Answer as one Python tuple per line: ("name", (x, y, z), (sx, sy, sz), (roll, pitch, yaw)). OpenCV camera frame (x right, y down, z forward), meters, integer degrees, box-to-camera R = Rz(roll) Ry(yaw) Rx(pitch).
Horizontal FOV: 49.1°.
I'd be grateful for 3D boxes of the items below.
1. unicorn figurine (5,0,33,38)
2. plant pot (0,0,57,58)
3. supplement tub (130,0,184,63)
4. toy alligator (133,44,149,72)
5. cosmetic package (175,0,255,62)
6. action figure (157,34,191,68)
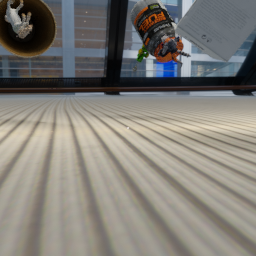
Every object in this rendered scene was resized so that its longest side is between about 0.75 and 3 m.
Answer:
("unicorn figurine", (-2.908, -2.882, 7.269), (0.471, 1.276, 0.877), (0, -28, -42))
("plant pot", (-3.499, -3.338, 9.366), (1.870, 1.870, 2.007), (-4, 16, -23))
("supplement tub", (1.103, -3.681, 10.587), (1.399, 2.284, 1.399), (-21, -23, -9))
("toy alligator", (0.591, -3.177, 12.003), (0.473, 1.595, 0.433), (22, 21, -40))
("cosmetic package", (2.316, -2.860, 6.466), (1.378, 2.242, 2.235), (34, 18, -2))
("action figure", (1.468, -2.486, 8.573), (1.031, 1.066, 0.558), (40, -20, -7))
